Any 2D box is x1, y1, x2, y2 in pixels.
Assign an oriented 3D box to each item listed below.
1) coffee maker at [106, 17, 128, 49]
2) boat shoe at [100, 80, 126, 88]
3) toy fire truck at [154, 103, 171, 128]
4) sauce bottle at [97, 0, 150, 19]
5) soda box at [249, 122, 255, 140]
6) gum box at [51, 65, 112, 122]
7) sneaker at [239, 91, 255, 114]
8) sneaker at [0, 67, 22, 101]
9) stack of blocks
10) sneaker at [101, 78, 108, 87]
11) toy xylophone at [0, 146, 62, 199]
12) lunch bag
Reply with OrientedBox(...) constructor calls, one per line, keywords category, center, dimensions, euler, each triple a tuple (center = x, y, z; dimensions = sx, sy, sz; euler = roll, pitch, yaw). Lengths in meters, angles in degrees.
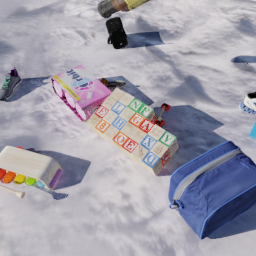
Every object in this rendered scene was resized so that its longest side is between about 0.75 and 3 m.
OrientedBox(category="coffee maker", center=(-0.534, -4.764, 13.529), dimensions=(0.960, 1.368, 1.425), euler=(-2, 47, -14))
OrientedBox(category="boat shoe", center=(-0.630, -1.750, 11.416), dimensions=(1.123, 0.375, 0.320), euler=(4, 82, 6))
OrientedBox(category="toy fire truck", center=(1.074, -0.277, 9.668), dimensions=(0.268, 0.776, 1.101), euler=(26, 51, 24))
OrientedBox(category="sauce bottle", center=(0.169, -4.400, 9.102), dimensions=(2.891, 0.935, 0.935), euler=(-8, 35, 42))
OrientedBox(category="soda box", center=(5.223, 0.441, 9.007), dimensions=(0.788, 0.745, 2.322), euler=(-35, 55, -29))
OrientedBox(category="gum box", center=(-1.715, -1.319, 10.632), dimensions=(1.362, 0.794, 2.400), euler=(-29, 53, -26))
OrientedBox(category="sneaker", center=(4.983, -0.880, 10.118), dimensions=(1.658, 0.957, 0.670), euler=(19, 50, 17))
OrientedBox(category="sneaker", center=(-4.833, -1.765, 11.149), dimensions=(0.581, 0.683, 1.562), euler=(7, 46, 7))
OrientedBox(category="stack of blocks", center=(0.238, 0.059, 8.969), dimensions=(2.762, 0.809, 1.590), euler=(34, 76, 27))
OrientedBox(category="sneaker", center=(-0.969, -1.606, 11.103), dimensions=(0.326, 0.345, 0.895), euler=(10, 59, -32))
OrientedBox(category="toy xylophone", center=(-3.193, 1.291, 8.325), dimensions=(2.204, 0.554, 1.614), euler=(20, 50, 18))
OrientedBox(category="lunch bag", center=(2.153, 1.552, 7.318), dimensions=(2.436, 1.655, 1.612), euler=(-24, 50, -19))
